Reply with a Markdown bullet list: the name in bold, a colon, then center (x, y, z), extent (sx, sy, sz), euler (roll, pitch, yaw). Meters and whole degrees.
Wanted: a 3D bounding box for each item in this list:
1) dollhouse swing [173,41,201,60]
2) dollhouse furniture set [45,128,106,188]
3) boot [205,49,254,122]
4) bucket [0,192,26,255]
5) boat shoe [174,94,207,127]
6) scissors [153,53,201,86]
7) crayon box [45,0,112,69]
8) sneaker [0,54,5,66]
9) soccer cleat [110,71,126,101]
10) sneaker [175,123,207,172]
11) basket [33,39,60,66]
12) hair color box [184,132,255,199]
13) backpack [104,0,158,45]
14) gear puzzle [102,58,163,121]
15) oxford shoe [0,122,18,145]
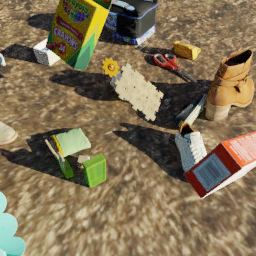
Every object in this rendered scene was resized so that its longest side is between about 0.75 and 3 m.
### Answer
- **dollhouse swing**: center (2.736, -3.686, 12.661), extent (0.992, 0.901, 0.872), euler (31, 72, 29)
- **dollhouse furniture set**: center (-1.510, 0.584, 8.041), extent (1.178, 0.910, 2.358), euler (-24, 48, -24)
- **boot**: center (3.742, -1.680, 9.472), extent (1.058, 2.221, 2.871), euler (31, 51, 28)
- **bucket**: center (-3.402, 1.966, 5.234), extent (1.966, 3.022, 3.022), euler (-28, 50, -18)
- **boat shoe**: center (2.161, -0.637, 9.531), extent (0.560, 0.671, 1.799), euler (31, 57, 21)
- **scissors**: center (1.972, -2.437, 11.806), extent (1.035, 0.197, 2.828), euler (-11, 46, -15)
- **crayon box**: center (-1.655, -3.398, 9.131), extent (1.593, 2.509, 0.637), euler (38, 28, 21)
- **sneaker**: center (-5.885, -2.868, 11.943), extent (1.480, 0.545, 0.873), euler (25, 43, 37)
- **soccer cleat**: center (-0.292, -1.597, 10.593), extent (0.747, 0.668, 1.927), euler (-6, 37, 1)
- **sneaker**: center (1.870, 0.657, 8.021), extent (0.734, 0.853, 2.015), euler (-10, 46, -13)
- **basket**: center (-3.423, -3.376, 12.346), extent (0.821, 0.748, 1.212), euler (20, 48, 19)
- **hair color box**: center (1.670, 0.531, 4.451), extent (1.518, 0.842, 0.485), euler (-7, 55, -45)
- **backpack**: center (-0.131, -5.461, 13.790), extent (2.634, 1.772, 2.404), euler (21, 47, 19)
- **gear puzzle**: center (0.050, -0.956, 6.702), extent (0.243, 1.856, 0.962), euler (-16, 45, 50)
- **oxford shoe**: center (-4.522, -0.089, 8.817), extent (2.210, 0.816, 0.782), euler (14, 45, 15)
